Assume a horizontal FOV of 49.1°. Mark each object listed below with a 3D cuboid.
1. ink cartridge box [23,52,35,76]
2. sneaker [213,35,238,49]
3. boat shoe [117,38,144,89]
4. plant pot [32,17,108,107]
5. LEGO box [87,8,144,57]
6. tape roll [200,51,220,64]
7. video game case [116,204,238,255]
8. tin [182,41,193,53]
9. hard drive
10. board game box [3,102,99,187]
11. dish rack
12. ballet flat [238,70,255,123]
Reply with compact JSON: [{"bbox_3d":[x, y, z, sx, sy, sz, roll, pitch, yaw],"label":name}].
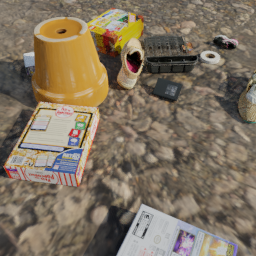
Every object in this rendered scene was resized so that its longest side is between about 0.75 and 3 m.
[{"bbox_3d":[-3.385,-2.883,12.048,2.010,0.506,1.095,-13,47,-14],"label":"ink cartridge box"},{"bbox_3d":[4.566,-3.995,13.152,1.164,0.468,0.503,14,49,15],"label":"sneaker"},{"bbox_3d":[0.251,-2.815,11.377,1.004,0.942,2.723,19,53,-18],"label":"boat shoe"},{"bbox_3d":[-2.175,-2.368,10.075,2.835,2.596,2.835,0,46,0],"label":"plant pot"},{"bbox_3d":[-0.696,-4.624,13.376,1.903,0.986,2.555,24,51,22],"label":"LEGO box"},{"bbox_3d":[3.671,-3.161,12.548,0.874,0.160,0.874,0,46,0],"label":"tape roll"},{"bbox_3d":[0.852,3.277,6.010,2.385,0.598,2.631,19,49,17],"label":"video game case"},{"bbox_3d":[2.781,-3.796,13.164,0.479,0.179,0.855,3,46,-3],"label":"tin"},{"bbox_3d":[1.491,-1.463,10.620,0.985,0.162,0.688,20,88,21],"label":"hard drive"},{"bbox_3d":[-2.219,0.380,8.777,2.111,0.645,2.786,6,46,6],"label":"board game box"},{"bbox_3d":[1.729,-3.476,12.360,2.155,0.766,2.809,-1,50,-2],"label":"dish rack"},{"bbox_3d":[4.734,-1.391,10.294,1.013,0.938,2.874,17,48,16],"label":"ballet flat"}]
